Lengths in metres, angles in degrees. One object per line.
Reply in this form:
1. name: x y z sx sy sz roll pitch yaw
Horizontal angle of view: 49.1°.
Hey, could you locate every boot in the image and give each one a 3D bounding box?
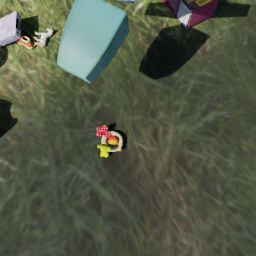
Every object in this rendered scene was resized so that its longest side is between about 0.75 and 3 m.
1. boot: -3.385 -2.859 9.014 0.750 0.402 0.281 29 74 12

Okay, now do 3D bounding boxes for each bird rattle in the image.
1. bird rattle: -0.524 0.357 7.859 0.757 0.523 0.929 5 56 -10

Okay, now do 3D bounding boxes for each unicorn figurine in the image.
1. unicorn figurine: -2.767 -2.993 9.152 0.541 0.291 0.788 9 84 -7

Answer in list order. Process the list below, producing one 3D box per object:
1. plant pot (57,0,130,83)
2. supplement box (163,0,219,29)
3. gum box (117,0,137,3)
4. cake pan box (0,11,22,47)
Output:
1. plant pot: -0.815 -1.841 6.094 1.082 1.083 1.532 28 92 3
2. supplement box: 1.985 -4.366 9.318 1.125 0.887 1.718 -30 72 -11
3. gum box: -0.374 -3.313 5.891 1.905 2.242 0.499 1 99 -19
4. cake pan box: -3.882 -3.176 9.017 1.013 0.265 0.933 -16 69 19
